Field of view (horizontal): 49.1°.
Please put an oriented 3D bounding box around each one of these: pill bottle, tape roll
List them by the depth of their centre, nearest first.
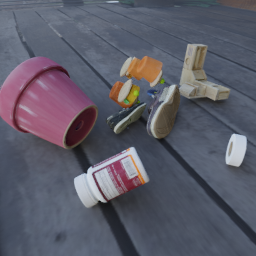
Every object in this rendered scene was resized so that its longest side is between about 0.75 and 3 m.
[{"bbox_3d":[-0.345,1.068,5.964,1.434,0.819,0.819,-26,36,0],"label":"pill bottle"},{"bbox_3d":[2.722,0.560,7.075,0.280,0.800,0.800,12,34,9],"label":"tape roll"}]

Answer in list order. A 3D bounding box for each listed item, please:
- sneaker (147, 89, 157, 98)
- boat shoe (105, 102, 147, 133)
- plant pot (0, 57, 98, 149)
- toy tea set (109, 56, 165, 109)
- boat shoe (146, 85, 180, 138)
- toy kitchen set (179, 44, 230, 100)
[{"bbox_3d":[1.010,-1.147,10.163,0.311,0.346,0.842,-35,47,-28],"label":"sneaker"},{"bbox_3d":[-0.005,-0.455,8.779,0.563,0.598,1.664,37,47,21],"label":"boat shoe"},{"bbox_3d":[-2.018,-0.530,7.738,1.977,2.208,2.208,34,43,15],"label":"plant pot"},{"bbox_3d":[0.353,-1.304,8.539,1.033,1.660,2.792,27,2,-18],"label":"toy tea set"},{"bbox_3d":[1.014,-0.539,8.799,0.806,0.895,2.488,-5,36,30],"label":"boat shoe"},{"bbox_3d":[2.574,-1.988,9.982,1.478,1.635,1.812,-10,30,-33],"label":"toy kitchen set"}]
